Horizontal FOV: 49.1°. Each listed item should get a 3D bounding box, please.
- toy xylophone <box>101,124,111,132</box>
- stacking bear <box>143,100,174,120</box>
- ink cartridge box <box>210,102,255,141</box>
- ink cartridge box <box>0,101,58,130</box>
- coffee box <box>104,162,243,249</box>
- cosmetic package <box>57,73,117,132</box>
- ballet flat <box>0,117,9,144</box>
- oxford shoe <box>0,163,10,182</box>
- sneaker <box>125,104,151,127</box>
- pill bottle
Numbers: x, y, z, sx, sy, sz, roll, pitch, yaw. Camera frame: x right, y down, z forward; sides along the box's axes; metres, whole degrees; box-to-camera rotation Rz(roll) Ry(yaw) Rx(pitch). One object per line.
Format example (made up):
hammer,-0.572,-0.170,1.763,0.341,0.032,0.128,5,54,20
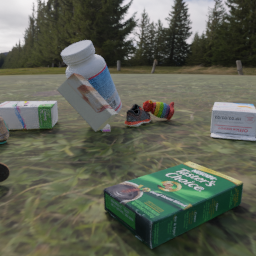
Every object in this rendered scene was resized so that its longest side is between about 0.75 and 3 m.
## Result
toy xylophone,-1.040,-0.058,10.282,0.677,0.232,0.925,0,12,-21
stacking bear,1.235,-0.812,11.786,1.255,0.714,0.762,15,44,-7
ink cartridge box,3.785,-0.315,10.056,1.474,0.869,2.560,5,15,18
ink cartridge box,-3.891,-0.524,10.860,2.087,0.876,1.511,-1,14,-5
coffee box,0.805,1.170,4.842,2.147,0.472,1.320,-9,17,-33
cosmetic package,-1.259,-0.820,8.907,0.780,1.787,0.924,-43,-2,10
ballet flat,-5.088,0.073,8.284,2.869,0.965,0.977,-6,15,-23
oxford shoe,-3.237,0.882,5.914,1.596,0.569,0.569,-1,9,2
sneaker,0.467,-0.595,11.341,0.744,0.791,1.932,5,15,20
pill bottle,-1.347,-1.696,10.375,1.513,2.783,1.513,-15,35,10
